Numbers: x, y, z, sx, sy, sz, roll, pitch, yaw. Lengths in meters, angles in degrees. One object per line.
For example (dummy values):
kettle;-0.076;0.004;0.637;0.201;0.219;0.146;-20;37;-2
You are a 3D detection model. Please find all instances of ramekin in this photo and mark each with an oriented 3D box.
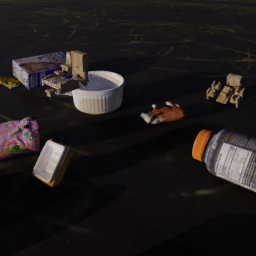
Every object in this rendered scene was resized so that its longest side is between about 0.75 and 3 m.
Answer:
ramekin;-1.230;-1.453;11.401;2.184;1.065;2.184;0;32;0

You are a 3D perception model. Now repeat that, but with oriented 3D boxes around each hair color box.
hair color box;-3.935;-2.825;13.463;2.664;0.863;1.456;-26;54;-39

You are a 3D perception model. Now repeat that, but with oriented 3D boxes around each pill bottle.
pill bottle;3.016;0.827;7.416;2.501;1.329;1.329;22;38;32

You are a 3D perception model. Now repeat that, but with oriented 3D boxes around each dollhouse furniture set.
dollhouse furniture set;-1.890;-1.581;7.656;1.354;0.775;1.588;24;36;34
dollhouse furniture set;4.282;-1.479;11.960;1.315;0.932;1.432;22;59;32

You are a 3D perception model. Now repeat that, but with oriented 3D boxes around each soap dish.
soap dish;-2.000;0.930;7.518;0.859;0.443;1.091;15;78;36

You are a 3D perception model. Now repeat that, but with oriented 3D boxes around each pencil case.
pencil case;-4.028;0.409;8.215;2.807;1.227;1.227;-11;33;-16

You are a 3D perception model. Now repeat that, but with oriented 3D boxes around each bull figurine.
bull figurine;1.258;-0.524;10.377;1.690;0.550;1.026;-5;32;-8

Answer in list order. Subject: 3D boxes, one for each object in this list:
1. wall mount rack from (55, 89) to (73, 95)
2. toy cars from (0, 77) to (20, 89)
wall mount rack;-2.727;-1.789;12.597;1.062;0.396;0.922;3;31;4
toy cars;-5.125;-2.229;13.327;0.839;0.414;1.872;39;43;27
